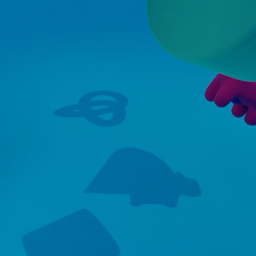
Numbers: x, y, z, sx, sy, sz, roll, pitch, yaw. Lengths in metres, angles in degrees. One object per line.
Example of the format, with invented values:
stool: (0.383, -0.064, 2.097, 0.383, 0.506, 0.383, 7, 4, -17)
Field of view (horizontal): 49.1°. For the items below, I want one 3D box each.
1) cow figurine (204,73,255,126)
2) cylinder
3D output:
cow figurine: (1.855, -0.676, 3.899, 1.267, 1.247, 0.695, 26, 14, -20)
cylinder: (0.867, -0.957, 2.182, 1.058, 1.058, 1.058, 1, 25, -46)
